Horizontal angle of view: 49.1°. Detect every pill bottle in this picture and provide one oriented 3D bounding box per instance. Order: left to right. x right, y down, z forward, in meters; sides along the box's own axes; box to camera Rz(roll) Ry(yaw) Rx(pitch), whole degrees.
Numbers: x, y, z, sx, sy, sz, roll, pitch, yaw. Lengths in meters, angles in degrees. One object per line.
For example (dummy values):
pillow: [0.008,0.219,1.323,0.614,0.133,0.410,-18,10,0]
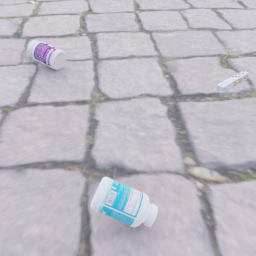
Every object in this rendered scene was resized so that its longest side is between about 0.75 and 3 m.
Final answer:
pill bottle: [-2.807,-2.538,9.604,1.251,0.702,0.702,28,47,16]
pill bottle: [-0.051,1.369,5.028,1.127,0.624,0.624,25,42,-4]

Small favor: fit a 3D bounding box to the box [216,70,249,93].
box: [2.813,-1.243,7.510,1.025,0.212,0.198,-27,46,-20]
